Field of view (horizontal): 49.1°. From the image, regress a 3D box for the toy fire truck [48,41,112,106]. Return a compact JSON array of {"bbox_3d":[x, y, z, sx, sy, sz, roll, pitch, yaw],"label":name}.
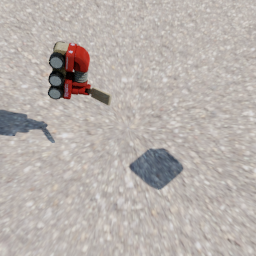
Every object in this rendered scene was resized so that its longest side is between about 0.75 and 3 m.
[{"bbox_3d":[-1.052,-1.145,6.417,1.454,1.279,0.935,8,42,-9],"label":"toy fire truck"}]
